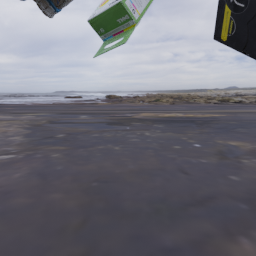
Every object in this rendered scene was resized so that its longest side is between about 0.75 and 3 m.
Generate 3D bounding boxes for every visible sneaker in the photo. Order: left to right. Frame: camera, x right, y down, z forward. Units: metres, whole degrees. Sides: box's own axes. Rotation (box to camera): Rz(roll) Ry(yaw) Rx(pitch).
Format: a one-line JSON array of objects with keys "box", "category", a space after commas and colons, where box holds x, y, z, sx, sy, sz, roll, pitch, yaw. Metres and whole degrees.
[{"box": [-1.100, -2.215, 3.839, 0.969, 0.838, 2.237, -22, 11, 7], "category": "sneaker"}]

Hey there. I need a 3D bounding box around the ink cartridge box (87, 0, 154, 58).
[{"box": [-0.174, -2.771, 6.578, 1.190, 2.293, 0.680, -7, -44, 45], "category": "ink cartridge box"}]

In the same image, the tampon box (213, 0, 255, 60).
[{"box": [3.553, -3.113, 6.711, 2.479, 1.858, 1.565, -30, 50, -19], "category": "tampon box"}]
